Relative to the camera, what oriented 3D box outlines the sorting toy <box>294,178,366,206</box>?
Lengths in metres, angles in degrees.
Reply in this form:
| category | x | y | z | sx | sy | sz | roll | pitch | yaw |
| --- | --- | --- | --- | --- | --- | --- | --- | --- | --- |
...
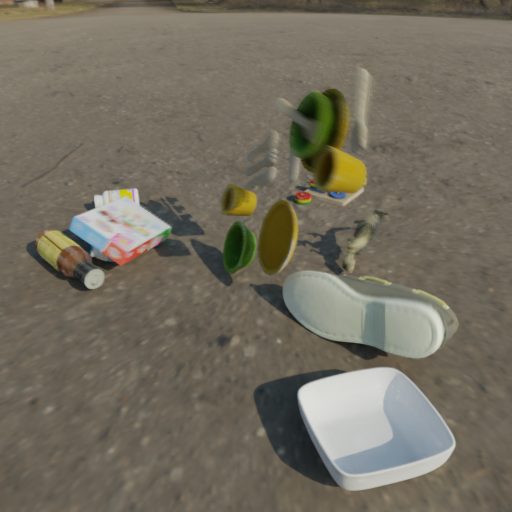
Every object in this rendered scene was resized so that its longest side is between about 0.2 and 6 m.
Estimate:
| category | x | y | z | sx | sy | sz | roll | pitch | yaw |
| --- | --- | --- | --- | --- | --- | --- | --- | --- | --- |
| sorting toy | 2.002 | -1.771 | 14.076 | 1.131 | 0.397 | 2.347 | 20 | 35 | 30 |

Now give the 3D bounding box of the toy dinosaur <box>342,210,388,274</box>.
| category | x | y | z | sx | sy | sz | roll | pitch | yaw |
| --- | --- | --- | --- | --- | --- | --- | --- | --- | --- |
| toy dinosaur | 2.143 | -0.487 | 10.843 | 0.443 | 0.823 | 1.867 | 32 | 59 | 17 |

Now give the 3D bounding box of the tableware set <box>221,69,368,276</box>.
| category | x | y | z | sx | sy | sz | roll | pitch | yaw |
| --- | --- | --- | --- | --- | --- | --- | --- | --- | --- |
| tableware set | 0.360 | -1.115 | 9.226 | 0.636 | 2.793 | 4.146 | 10 | -12 | -25 |

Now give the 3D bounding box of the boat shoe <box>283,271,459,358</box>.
| category | x | y | z | sx | sy | sz | roll | pitch | yaw |
| --- | --- | --- | --- | --- | --- | --- | --- | --- | --- |
| boat shoe | 1.701 | 0.836 | 8.877 | 2.919 | 1.043 | 0.873 | 15 | 18 | 43 |

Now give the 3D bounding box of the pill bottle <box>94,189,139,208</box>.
| category | x | y | z | sx | sy | sz | roll | pitch | yaw |
| --- | --- | --- | --- | --- | --- | --- | --- | --- | --- |
| pill bottle | -3.250 | -1.275 | 13.093 | 0.989 | 0.516 | 0.516 | -7 | 31 | -11 |

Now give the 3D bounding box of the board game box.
| category | x | y | z | sx | sy | sz | roll | pitch | yaw |
| --- | --- | --- | --- | --- | --- | --- | --- | --- | --- |
| board game box | -2.641 | -0.540 | 11.108 | 1.263 | 0.333 | 1.651 | 34 | 29 | 9 |

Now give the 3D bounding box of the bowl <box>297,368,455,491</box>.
| category | x | y | z | sx | sy | sz | roll | pitch | yaw |
| --- | --- | --- | --- | --- | --- | --- | --- | --- | --- |
| bowl | 1.434 | 2.190 | 7.013 | 1.616 | 0.603 | 1.614 | -9 | 31 | -14 |

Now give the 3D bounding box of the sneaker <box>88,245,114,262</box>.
| category | x | y | z | sx | sy | sz | roll | pitch | yaw |
| --- | --- | --- | --- | --- | --- | --- | --- | --- | --- |
| sneaker | -3.026 | -0.265 | 11.421 | 0.583 | 0.552 | 1.443 | 20 | 20 | -16 |

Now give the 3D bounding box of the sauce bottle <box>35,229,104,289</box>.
| category | x | y | z | sx | sy | sz | roll | pitch | yaw |
| --- | --- | --- | --- | --- | --- | --- | --- | --- | --- |
| sauce bottle | -3.530 | 0.083 | 10.613 | 0.646 | 0.646 | 1.958 | -23 | 37 | -34 |
